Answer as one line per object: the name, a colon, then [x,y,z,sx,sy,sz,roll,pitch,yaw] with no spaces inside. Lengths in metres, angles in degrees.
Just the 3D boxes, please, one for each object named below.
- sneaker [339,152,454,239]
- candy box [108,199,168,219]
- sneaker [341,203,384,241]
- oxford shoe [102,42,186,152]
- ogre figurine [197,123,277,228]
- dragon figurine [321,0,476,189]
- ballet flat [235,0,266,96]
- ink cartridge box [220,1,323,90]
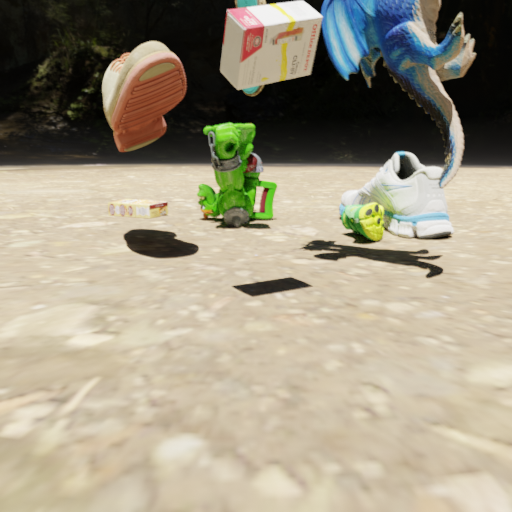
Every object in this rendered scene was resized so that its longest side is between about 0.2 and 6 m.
sneaker: [2.736,-1.303,11.132,1.295,1.497,3.455,-5,11,-18]
candy box: [-2.727,-1.095,12.928,1.212,0.335,0.700,7,14,27]
sneaker: [1.870,-0.589,9.900,0.745,0.660,1.783,-3,2,15]
oxford shoe: [-1.863,-2.475,8.272,1.109,1.156,3.133,-26,2,-21]
ogre figurine: [-0.422,-1.751,11.909,1.672,2.043,3.408,-8,12,-15]
dragon figurine: [1.571,-2.772,6.902,1.967,3.957,1.165,-2,8,29]
ballet flat: [-0.006,-3.680,9.635,0.630,1.787,0.583,7,18,20]
ink cartridge box: [0.140,-1.977,5.242,0.856,0.621,0.357,-20,55,-25]
